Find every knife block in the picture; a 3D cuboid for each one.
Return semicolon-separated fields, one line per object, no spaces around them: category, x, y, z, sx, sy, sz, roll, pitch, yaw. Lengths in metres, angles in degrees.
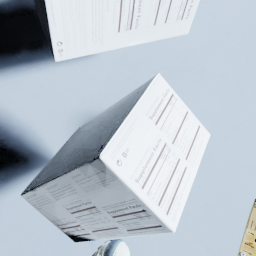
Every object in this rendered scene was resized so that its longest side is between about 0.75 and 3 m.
knife block;2.547;1.840;5.359;0.479;1.314;1.497;18;82;26

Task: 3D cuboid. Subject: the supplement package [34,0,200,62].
supplement package;-0.252;-2.718;5.428;2.985;1.635;1.698;-17;62;-16

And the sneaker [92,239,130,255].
sneaker;0.075;2.461;3.520;1.056;2.447;0.950;-25;119;12

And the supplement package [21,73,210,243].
supplement package;-0.232;0.592;4.547;1.341;2.419;1.884;48;46;-15
